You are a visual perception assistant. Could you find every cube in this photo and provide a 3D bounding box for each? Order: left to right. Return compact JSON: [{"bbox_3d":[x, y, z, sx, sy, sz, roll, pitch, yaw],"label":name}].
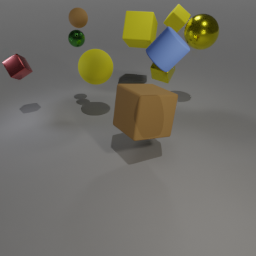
[{"bbox_3d":[-4.430,-2.444,11.275,0.700,0.700,0.700,-31,-3,6],"label":"cube"},{"bbox_3d":[0.632,-4.910,14.109,1.400,1.400,1.400,9,1,14],"label":"cube"},{"bbox_3d":[0.503,-0.552,8.821,1.400,1.400,1.400,-5,24,-31],"label":"cube"},{"bbox_3d":[1.315,-2.221,10.506,0.700,0.700,0.700,21,70,20],"label":"cube"},{"bbox_3d":[2.038,-4.519,11.620,0.700,0.700,0.700,38,56,-11],"label":"cube"}]

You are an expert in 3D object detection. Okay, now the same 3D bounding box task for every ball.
[{"bbox_3d":[-2.143,-3.733,11.683,0.700,0.700,0.700,0,29,0],"label":"ball"},{"bbox_3d":[-1.808,-4.003,10.185,0.700,0.700,0.700,0,29,0],"label":"ball"},{"bbox_3d":[-1.290,-2.440,11.202,1.400,1.400,1.400,0,29,0],"label":"ball"},{"bbox_3d":[3.005,-3.928,11.472,1.400,1.400,1.400,0,29,0],"label":"ball"}]

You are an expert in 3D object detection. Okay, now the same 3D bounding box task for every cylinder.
[{"bbox_3d":[0.871,-1.715,6.144,0.700,0.700,0.700,37,27,-22],"label":"cylinder"}]
